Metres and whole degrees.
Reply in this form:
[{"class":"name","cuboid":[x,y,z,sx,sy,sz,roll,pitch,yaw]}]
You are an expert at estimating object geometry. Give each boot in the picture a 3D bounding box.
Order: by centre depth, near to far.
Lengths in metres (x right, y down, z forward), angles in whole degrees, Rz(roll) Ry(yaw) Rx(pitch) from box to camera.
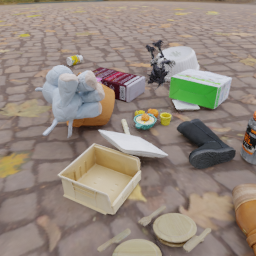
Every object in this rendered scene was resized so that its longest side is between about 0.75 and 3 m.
[{"class":"boot","cuboid":[4.063,2.222,6.501,2.907,1.071,2.249,-9,28,10]},{"class":"boot","cuboid":[2.357,0.428,9.733,1.777,0.708,2.156,-2,34,-25]}]

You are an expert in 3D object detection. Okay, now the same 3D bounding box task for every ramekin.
[{"class":"ramekin","cuboid":[2.684,-3.673,15.716,2.495,1.162,2.495,-10,34,7]}]

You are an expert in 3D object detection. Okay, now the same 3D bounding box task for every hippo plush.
[{"class":"hippo plush","cuboid":[-2.014,-1.103,9.626,1.858,2.333,1.875,8,24,-41]}]

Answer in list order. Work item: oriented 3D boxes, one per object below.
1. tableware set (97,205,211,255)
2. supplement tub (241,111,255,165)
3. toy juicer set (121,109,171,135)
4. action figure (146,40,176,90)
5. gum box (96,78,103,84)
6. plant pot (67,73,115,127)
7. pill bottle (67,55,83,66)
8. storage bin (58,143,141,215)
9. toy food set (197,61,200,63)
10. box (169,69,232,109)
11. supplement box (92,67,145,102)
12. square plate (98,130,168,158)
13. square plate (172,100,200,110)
[{"class":"tableware set","cuboid":[0.665,2.685,6.319,2.314,0.464,1.530,-20,24,-39]},{"class":"supplement tub","cuboid":[4.324,0.296,9.071,1.016,1.659,1.016,0,31,0]},{"class":"toy juicer set","cuboid":[0.543,-0.396,11.263,2.174,0.592,1.383,-17,35,-26]},{"class":"action figure","cuboid":[1.379,-2.591,11.851,1.096,2.148,1.277,5,-20,-36]},{"class":"gum box","cuboid":[-2.078,-1.619,12.766,1.090,0.635,1.921,14,43,22]},{"class":"plant pot","cuboid":[-1.438,-0.961,10.967,1.469,2.099,2.099,12,27,-19]},{"class":"pill bottle","cuboid":[-3.358,-4.318,17.807,0.549,0.549,0.973,27,40,37]},{"class":"storage bin","cuboid":[-0.734,1.416,8.047,1.716,0.810,1.728,15,34,24]},{"class":"toy food set","cuboid":[3.227,-3.445,16.615,1.394,0.405,2.019,20,47,39]},{"class":"box","cuboid":[3.397,-1.931,13.160,2.259,1.092,1.993,19,30,29]},{"class":"supplement box","cuboid":[-0.713,-2.231,14.039,2.802,0.853,1.525,20,36,28]},{"class":"square plate","cuboid":[0.125,0.558,9.278,1.805,0.257,1.788,11,12,-34]},{"class":"square plate","cuboid":[2.603,-1.032,12.695,1.052,0.150,1.042,0,27,-3]}]
